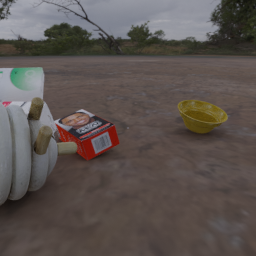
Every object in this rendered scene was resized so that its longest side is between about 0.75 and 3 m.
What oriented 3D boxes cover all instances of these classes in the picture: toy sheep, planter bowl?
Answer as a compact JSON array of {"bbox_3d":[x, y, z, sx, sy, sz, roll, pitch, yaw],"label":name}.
[{"bbox_3d":[-1.698,0.311,3.720,2.189,1.510,1.510,3,14,-30],"label":"toy sheep"},{"bbox_3d":[1.741,-0.207,6.797,1.193,0.497,1.193,7,29,-4],"label":"planter bowl"}]

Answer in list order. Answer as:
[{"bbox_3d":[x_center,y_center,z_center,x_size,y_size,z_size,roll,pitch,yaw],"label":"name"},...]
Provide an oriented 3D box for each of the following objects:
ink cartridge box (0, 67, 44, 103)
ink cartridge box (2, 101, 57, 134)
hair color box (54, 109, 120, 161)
[{"bbox_3d":[-2.907,-0.787,7.211,1.359,0.423,1.689,-2,61,-6],"label":"ink cartridge box"},{"bbox_3d":[-1.765,-0.116,4.856,0.853,0.617,0.360,3,41,17],"label":"ink cartridge box"},{"bbox_3d":[-0.903,0.084,5.823,0.766,0.462,1.509,-27,27,-26],"label":"hair color box"}]
